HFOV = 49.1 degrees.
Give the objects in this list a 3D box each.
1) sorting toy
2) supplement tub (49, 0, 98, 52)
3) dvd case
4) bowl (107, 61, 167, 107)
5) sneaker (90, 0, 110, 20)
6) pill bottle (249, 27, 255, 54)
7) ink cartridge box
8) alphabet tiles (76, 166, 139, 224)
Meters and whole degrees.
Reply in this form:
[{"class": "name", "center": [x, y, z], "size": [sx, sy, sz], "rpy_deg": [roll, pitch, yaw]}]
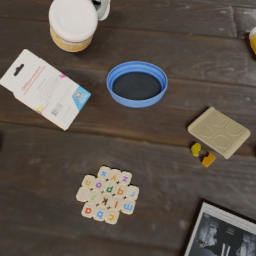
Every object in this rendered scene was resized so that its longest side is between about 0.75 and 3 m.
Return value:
[{"class": "sorting toy", "center": [2.489, 0.284, 8.222], "size": [1.930, 0.258, 1.438], "rpy_deg": [-37, 63, -27]}, {"class": "supplement tub", "center": [-1.562, -2.863, 7.880], "size": [1.237, 1.710, 1.237], "rpy_deg": [0, 92, -14]}, {"class": "dvd case", "center": [2.044, 2.811, 6.055], "size": [1.551, 0.255, 2.064], "rpy_deg": [21, 52, 17]}, {"class": "bowl", "center": [0.306, -1.501, 9.598], "size": [2.059, 0.404, 2.059], "rpy_deg": [0, 50, 0]}, {"class": "sneaker", "center": [-0.780, -4.140, 8.506], "size": [0.648, 1.711, 0.787], "rpy_deg": [22, 27, 12]}, {"class": "pill bottle", "center": [5.226, -3.202, 10.721], "size": [0.867, 0.867, 1.517], "rpy_deg": [-1, 50, -1]}, {"class": "ink cartridge box", "center": [-1.295, -0.585, 4.447], "size": [1.200, 0.407, 0.691], "rpy_deg": [35, 77, -13]}, {"class": "alphabet tiles", "center": [-0.507, 1.670, 7.113], "size": [1.480, 0.108, 1.447], "rpy_deg": [12, 50, 10]}]
